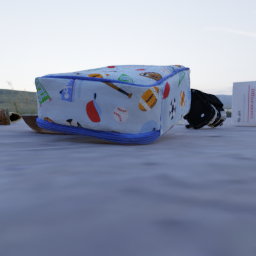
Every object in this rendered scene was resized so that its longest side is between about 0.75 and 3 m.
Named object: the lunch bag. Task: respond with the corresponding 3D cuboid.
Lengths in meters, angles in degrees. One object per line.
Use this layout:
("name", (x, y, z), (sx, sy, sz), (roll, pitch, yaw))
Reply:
("lunch bag", (-0.139, -0.562, 4.793), (2.142, 1.010, 2.674), (6, 16, 24))

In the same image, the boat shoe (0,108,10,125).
("boat shoe", (-4.970, -0.385, 10.988), (0.612, 0.647, 1.800), (-6, -5, -22))

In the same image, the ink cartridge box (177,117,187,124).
("ink cartridge box", (2.110, -0.394, 11.630), (0.783, 0.490, 0.503), (-1, 3, -7))

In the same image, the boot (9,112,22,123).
("boot", (-6.068, -0.499, 13.364), (1.266, 0.593, 1.629), (3, 1, 42))

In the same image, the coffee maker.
("coffee maker", (2.099, -0.662, 7.952), (0.971, 1.384, 1.441), (-17, -9, 31))

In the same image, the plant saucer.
("plant saucer", (-1.089, -0.122, 6.537), (2.644, 0.424, 2.644), (1, 3, 0))

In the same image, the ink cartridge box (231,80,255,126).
("ink cartridge box", (4.394, -0.868, 10.196), (0.920, 1.574, 2.713), (2, 3, 31))
